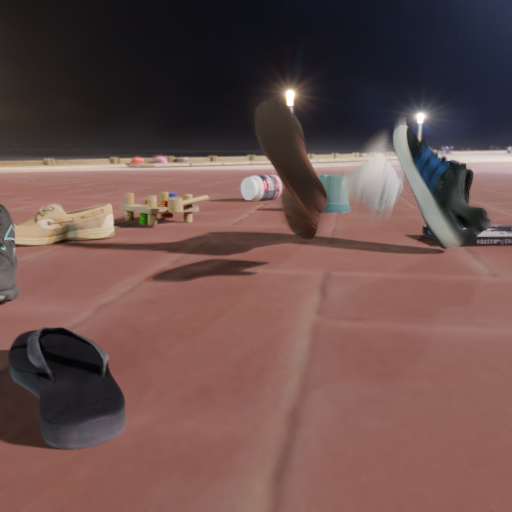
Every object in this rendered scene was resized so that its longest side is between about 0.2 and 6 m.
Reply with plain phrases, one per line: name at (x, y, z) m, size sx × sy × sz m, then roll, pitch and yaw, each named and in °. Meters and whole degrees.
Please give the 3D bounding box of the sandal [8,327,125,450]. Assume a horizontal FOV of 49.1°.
sandal at (-1.402, 0.821, 4.211) m, size 0.712 × 0.401 × 1.872 m, roll -7°, pitch 13°, yaw -32°

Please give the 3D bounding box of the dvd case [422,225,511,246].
dvd case at (4.486, -0.418, 11.113) m, size 1.912 × 0.236 × 1.437 m, roll -1°, pitch 11°, yaw -5°

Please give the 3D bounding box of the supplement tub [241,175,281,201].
supplement tub at (0.185, -2.361, 19.494) m, size 1.248 × 0.875 × 0.875 m, roll -10°, pitch 14°, yaw -40°

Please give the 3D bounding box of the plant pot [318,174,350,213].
plant pot at (2.210, -1.818, 16.236) m, size 1.084 × 1.062 × 1.084 m, roll 0°, pitch 12°, yaw 0°

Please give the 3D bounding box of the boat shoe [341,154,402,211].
boat shoe at (1.686, -0.957, 7.631) m, size 0.612 × 0.625 × 1.755 m, roll -39°, pitch -9°, yaw 23°

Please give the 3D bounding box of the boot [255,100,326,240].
boot at (0.605, -1.467, 10.335) m, size 0.751 × 2.180 × 2.339 m, roll -22°, pitch -10°, yaw 0°

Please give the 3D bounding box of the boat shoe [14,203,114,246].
boat shoe at (-3.968, -0.654, 10.941) m, size 2.345 × 0.757 × 0.836 m, roll -7°, pitch 13°, yaw -34°

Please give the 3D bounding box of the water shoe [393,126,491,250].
water shoe at (3.410, -1.395, 10.326) m, size 1.085 × 2.749 × 0.983 m, roll -25°, pitch -30°, yaw 19°

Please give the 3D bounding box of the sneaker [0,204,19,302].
sneaker at (-3.617, -0.085, 7.149) m, size 1.056 × 1.110 × 2.801 m, roll -3°, pitch 12°, yaw -23°

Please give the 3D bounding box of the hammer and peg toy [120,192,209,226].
hammer and peg toy at (-2.153, -1.127, 13.571) m, size 1.505 × 0.722 × 2.046 m, roll -8°, pitch 14°, yaw -43°
